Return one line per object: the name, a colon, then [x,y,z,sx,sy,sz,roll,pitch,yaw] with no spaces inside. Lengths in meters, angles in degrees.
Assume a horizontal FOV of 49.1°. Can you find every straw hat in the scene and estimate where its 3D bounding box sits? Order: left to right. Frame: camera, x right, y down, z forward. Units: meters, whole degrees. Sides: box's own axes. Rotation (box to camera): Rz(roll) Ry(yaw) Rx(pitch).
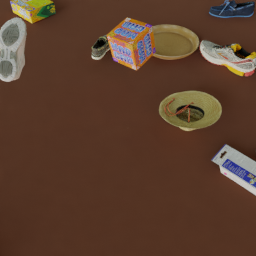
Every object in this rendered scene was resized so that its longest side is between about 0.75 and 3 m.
straw hat: [1.825,-0.322,8.325,1.763,0.746,1.763,-5,44,4]

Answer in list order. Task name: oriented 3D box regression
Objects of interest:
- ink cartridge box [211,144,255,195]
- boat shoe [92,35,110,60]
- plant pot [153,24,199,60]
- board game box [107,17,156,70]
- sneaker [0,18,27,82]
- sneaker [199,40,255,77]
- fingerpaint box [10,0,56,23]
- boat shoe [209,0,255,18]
ink cartridge box: [3.049,1.122,7.350,1.607,0.298,0.761,36,58,25]
boat shoe: [-1.009,-3.338,11.175,0.553,0.463,1.549,15,50,13]
plant pot: [1.655,-3.469,11.391,2.406,0.331,2.406,0,48,1]
board game box: [0.126,-2.635,8.763,1.009,1.010,1.010,30,66,29]
sneaker: [-2.895,-1.962,7.108,0.615,1.578,0.784,15,7,-2]
sneaker: [3.730,-2.817,10.403,2.269,0.932,0.883,33,56,26]
fingerpaint box: [-4.445,-5.644,13.128,1.616,0.593,1.348,34,56,27]
boat shoe: [4.838,-5.652,13.061,2.053,0.705,0.864,-6,49,-5]
